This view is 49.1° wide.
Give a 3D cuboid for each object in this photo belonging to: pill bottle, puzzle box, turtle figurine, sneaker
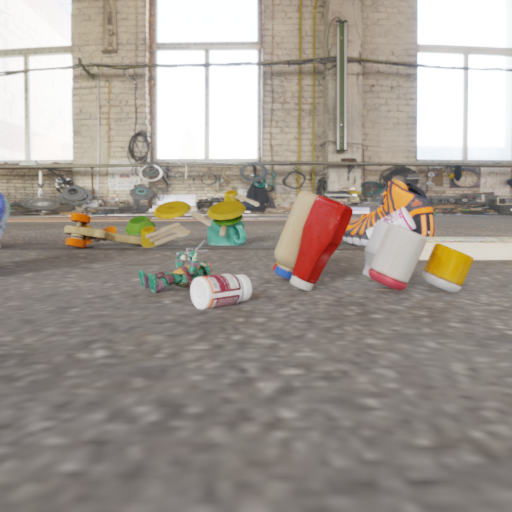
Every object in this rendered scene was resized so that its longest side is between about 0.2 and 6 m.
[{"bbox_3d":[2.989,-0.611,12.474,0.977,0.554,0.554,-31,-7,21],"label":"pill bottle"},{"bbox_3d":[4.193,-0.170,11.348,2.744,0.349,1.826,0,6,0],"label":"puzzle box"},{"bbox_3d":[-0.360,0.362,5.879,0.595,0.340,0.340,-5,7,-40],"label":"pill bottle"},{"bbox_3d":[-0.910,0.169,7.043,1.032,0.520,0.773,-21,1,-30],"label":"turtle figurine"},{"bbox_3d":[3.176,-1.036,13.681,1.122,1.620,2.892,-4,7,-37],"label":"sneaker"}]

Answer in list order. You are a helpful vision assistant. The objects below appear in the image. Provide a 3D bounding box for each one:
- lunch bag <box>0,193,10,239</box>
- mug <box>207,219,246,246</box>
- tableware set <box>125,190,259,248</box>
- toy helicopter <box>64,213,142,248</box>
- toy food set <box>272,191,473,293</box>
[{"bbox_3d":[-4.430,-0.487,7.786,1.786,1.431,0.675,22,-9,-14],"label":"lunch bag"},{"bbox_3d":[-0.683,-0.652,14.418,1.162,0.719,0.955,2,6,19],"label":"mug"},{"bbox_3d":[-1.617,-0.930,14.100,3.111,0.477,2.095,-25,34,-27],"label":"tableware set"},{"bbox_3d":[-3.667,-0.456,13.657,1.947,0.768,1.287,9,-7,-17],"label":"toy helicopter"},{"bbox_3d":[1.157,0.054,7.070,2.726,1.227,1.301,28,8,39],"label":"toy food set"}]
